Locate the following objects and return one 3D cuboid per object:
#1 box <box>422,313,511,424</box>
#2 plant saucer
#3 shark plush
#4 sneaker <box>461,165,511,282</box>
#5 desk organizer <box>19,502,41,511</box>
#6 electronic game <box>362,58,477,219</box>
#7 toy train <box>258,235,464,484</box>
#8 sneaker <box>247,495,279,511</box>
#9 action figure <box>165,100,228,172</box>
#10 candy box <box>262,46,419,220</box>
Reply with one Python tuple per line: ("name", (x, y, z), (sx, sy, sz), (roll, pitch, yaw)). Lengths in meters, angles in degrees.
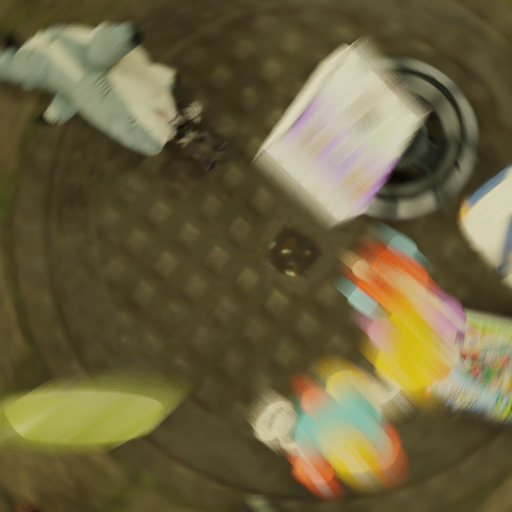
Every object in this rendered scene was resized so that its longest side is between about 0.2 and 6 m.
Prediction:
("box", (4.041, 1.835, 8.578), (2.664, 0.462, 1.466), (13, 86, 1))
("plant saucer", (-1.481, 1.438, 4.869), (1.343, 1.343, 0.209), (-3, 65, 0))
("shark plush", (-2.910, -2.634, 8.358), (3.667, 1.666, 1.527), (16, 87, 3))
("sneaker", (3.541, -0.806, 5.671), (1.092, 2.901, 1.278), (2, 51, -35))
("desk organizer", (-3.188, 4.966, 8.164), (0.911, 0.849, 2.367), (-31, 87, -5))
("electronic game", (2.162, -1.850, 8.816), (2.557, 0.532, 2.557), (0, 86, 2))
("toy train", (1.314, 1.178, 6.245), (0.810, 2.189, 2.914), (37, 84, -17))
("sneaker", (0.273, 4.680, 8.172), (1.262, 0.842, 2.203), (-31, 92, -9))
("action figure", (-1.147, -1.979, 8.741), (1.433, 0.731, 0.852), (34, 76, 1))
("candy box", (0.966, -1.344, 6.174), (1.206, 0.514, 1.438), (41, 68, -16))
